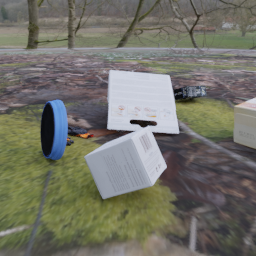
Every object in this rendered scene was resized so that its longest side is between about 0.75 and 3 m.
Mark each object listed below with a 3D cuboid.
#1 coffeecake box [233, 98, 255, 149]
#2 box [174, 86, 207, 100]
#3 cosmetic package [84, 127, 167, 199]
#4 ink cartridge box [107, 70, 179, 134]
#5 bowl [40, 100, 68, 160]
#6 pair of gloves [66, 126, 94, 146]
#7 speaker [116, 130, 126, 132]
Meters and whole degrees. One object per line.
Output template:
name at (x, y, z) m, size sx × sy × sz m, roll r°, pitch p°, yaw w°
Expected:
coffeecake box at (4.599, -0.281, 7.128) m, size 2.975 × 1.087 × 2.284 m, roll -20°, pitch 24°, yaw -27°
box at (2.585, -1.467, 11.684) m, size 1.044 × 0.450 × 0.855 m, roll -7°, pitch 0°, yaw -30°
cosmetic package at (-0.023, 0.601, 4.961) m, size 1.020 × 0.848 × 0.853 m, roll -22°, pitch 4°, yaw 29°
ink cartridge box at (0.412, -0.739, 8.906) m, size 2.134 × 0.660 × 2.631 m, roll 4°, pitch 51°, yaw -6°
bowl at (-1.736, 0.044, 6.433) m, size 0.273 × 1.390 × 1.390 m, roll 2°, pitch 16°, yaw -31°
pair of gloves at (-1.681, 0.197, 7.885) m, size 1.051 × 0.146 × 1.180 m, roll 15°, pitch 24°, yaw 37°
speaker at (-0.286, -0.310, 8.793) m, size 0.512 × 0.512 × 1.261 m, roll -3°, pitch 20°, yaw -8°
